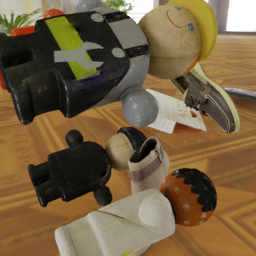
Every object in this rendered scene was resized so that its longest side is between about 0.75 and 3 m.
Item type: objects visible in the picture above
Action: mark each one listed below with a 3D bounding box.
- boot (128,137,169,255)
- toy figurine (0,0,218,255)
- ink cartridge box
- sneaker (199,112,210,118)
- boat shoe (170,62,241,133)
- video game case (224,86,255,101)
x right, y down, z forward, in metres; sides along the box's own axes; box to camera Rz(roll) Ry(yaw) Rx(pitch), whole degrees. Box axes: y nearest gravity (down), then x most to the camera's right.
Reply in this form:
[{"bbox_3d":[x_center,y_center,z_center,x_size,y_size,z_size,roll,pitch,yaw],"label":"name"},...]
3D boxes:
[{"bbox_3d":[0.212,0.874,3.926,0.519,1.081,1.479,1,35,25],"label":"boot"},{"bbox_3d":[-0.287,-0.050,3.459,1.990,2.861,2.817,-19,20,-23],"label":"toy figurine"},{"bbox_3d":[1.258,-0.428,8.183,1.729,0.434,1.992,19,25,-3],"label":"ink cartridge box"},{"bbox_3d":[2.335,-0.668,7.878,0.458,0.676,1.170,-1,-11,34],"label":"sneaker"},{"bbox_3d":[1.686,-0.790,6.737,0.820,0.926,2.531,-24,55,-8],"label":"boat shoe"},{"bbox_3d":[4.128,-1.214,9.888,1.364,0.181,1.910,18,19,23],"label":"video game case"}]
